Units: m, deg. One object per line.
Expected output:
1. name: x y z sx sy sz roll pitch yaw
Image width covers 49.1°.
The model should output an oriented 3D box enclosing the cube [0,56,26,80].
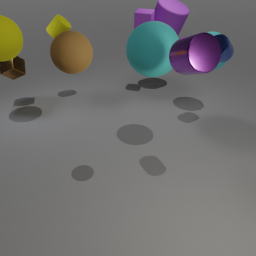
1. cube: -4.696 -2.491 11.403 0.700 0.700 0.700 -17 -17 20

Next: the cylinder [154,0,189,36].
1. cylinder: 1.720 -4.653 12.121 1.400 1.400 1.400 11 47 -12

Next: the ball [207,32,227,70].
1. ball: 3.103 -2.870 10.495 1.400 1.400 1.400 0 30 0

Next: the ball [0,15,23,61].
1. ball: -4.054 -2.820 8.836 1.400 1.400 1.400 0 30 0

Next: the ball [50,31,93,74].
1. ball: -0.944 -1.261 4.691 0.700 0.700 0.700 0 30 0

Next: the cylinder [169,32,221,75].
1. cylinder: 1.223 -1.352 5.182 0.700 0.700 0.700 -11 12 -18

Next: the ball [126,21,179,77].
1. ball: 0.651 -2.036 7.285 1.400 1.400 1.400 0 30 0

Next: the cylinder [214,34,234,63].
1. cylinder: 2.895 -2.491 8.804 0.700 0.700 0.700 21 6 32

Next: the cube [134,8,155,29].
1. cube: 0.669 -4.422 11.450 0.700 0.700 0.700 10 38 12

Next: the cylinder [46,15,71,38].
1. cylinder: -2.692 -3.902 10.909 0.700 0.700 0.700 38 25 -22
